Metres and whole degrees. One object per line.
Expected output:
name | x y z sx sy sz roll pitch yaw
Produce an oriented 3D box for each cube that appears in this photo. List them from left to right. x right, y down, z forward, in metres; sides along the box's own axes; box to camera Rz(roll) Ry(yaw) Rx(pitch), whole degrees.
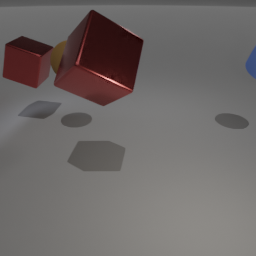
cube | -3.959 -2.643 11.178 1.400 1.400 1.400 19 31 -3
cube | -0.683 -1.511 6.489 1.400 1.400 1.400 21 -20 -28

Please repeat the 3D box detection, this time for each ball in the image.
ball | -1.986 -2.340 9.777 1.400 1.400 1.400 0 27 0

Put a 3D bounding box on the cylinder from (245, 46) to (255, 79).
cylinder | 4.941 -2.450 9.444 1.400 1.400 1.400 5 52 -6
